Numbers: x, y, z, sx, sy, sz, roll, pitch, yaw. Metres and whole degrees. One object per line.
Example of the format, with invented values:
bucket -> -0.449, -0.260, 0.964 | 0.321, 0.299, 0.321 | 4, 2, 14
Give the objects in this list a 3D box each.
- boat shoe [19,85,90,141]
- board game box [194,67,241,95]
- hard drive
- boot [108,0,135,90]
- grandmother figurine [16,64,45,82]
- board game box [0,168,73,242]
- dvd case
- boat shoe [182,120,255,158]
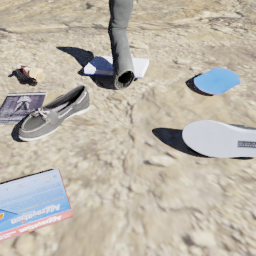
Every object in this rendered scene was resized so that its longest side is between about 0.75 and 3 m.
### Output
boat shoe -> -2.065, -0.534, 8.017 | 0.885, 0.755, 2.648 | 19, 34, 26
board game box -> 3.152, -1.566, 9.922 | 1.564, 0.304, 1.235 | -29, 48, -17
hard drive -> -0.398, -2.386, 10.863 | 2.207, 0.280, 1.456 | 7, 34, 11
boot -> -0.217, -2.916, 9.385 | 0.927, 2.323, 2.555 | 1, 63, -5
grandmother figurine -> -3.569, -2.023, 10.098 | 1.679, 1.018, 0.508 | 24, 73, 45
board game box -> -2.611, 1.684, 5.662 | 2.734, 0.266, 1.407 | -14, 32, -17
dvd case -> -3.359, -0.666, 8.925 | 1.292, 0.139, 1.737 | -3, 37, -4
boat shoe -> 2.646, 0.314, 6.977 | 2.548, 0.874, 0.721 | 9, 8, 14
